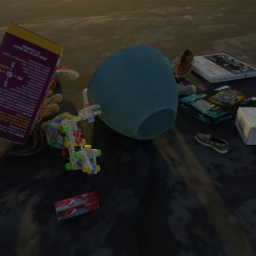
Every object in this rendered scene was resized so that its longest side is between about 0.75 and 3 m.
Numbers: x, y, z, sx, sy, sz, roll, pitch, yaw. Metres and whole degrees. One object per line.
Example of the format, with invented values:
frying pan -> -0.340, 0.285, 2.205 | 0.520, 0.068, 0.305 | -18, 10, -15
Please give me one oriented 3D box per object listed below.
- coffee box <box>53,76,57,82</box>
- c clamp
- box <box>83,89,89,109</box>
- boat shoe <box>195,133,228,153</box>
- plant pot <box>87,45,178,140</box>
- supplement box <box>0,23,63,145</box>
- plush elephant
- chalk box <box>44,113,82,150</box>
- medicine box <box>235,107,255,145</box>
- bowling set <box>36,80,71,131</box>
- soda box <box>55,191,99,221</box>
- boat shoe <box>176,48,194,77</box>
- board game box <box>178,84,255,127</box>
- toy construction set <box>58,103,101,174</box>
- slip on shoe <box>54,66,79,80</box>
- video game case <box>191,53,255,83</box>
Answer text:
coffee box -> -3.812, -2.258, 13.163 | 0.932, 0.205, 0.573 | -11, 24, -16
c clamp -> -3.554, 0.408, 9.101 | 1.561, 0.247, 1.827 | -8, 32, -21
box -> -0.786, -1.161, 10.750 | 1.515, 0.805, 1.153 | 6, 24, 15
boat shoe -> 2.674, 0.398, 8.965 | 0.406, 0.336, 1.129 | -26, 41, -34
plant pot -> 0.432, -0.799, 8.861 | 2.940, 2.940, 1.980 | -16, 54, -23
supplement box -> -3.158, -1.240, 8.290 | 1.523, 2.952, 1.933 | 21, 1, -17
plush elephant -> 1.631, -2.324, 11.936 | 2.191, 1.696, 1.805 | -13, 35, -19
chalk box -> -2.135, 0.161, 8.950 | 0.751, 0.755, 1.214 | 16, 34, 23
medicine box -> 4.504, -0.072, 9.332 | 1.409, 0.725, 1.283 | 2, 33, 1
bowling set -> -3.123, -0.985, 10.141 | 1.168, 1.514, 2.175 | -30, 39, -35
soda box -> -1.217, 1.853, 6.692 | 0.990, 0.347, 0.314 | -13, 35, -18
boat shoe -> 2.831, -3.287, 14.107 | 0.731, 0.686, 2.031 | 0, 43, 28
board game box -> 3.610, -0.988, 11.080 | 2.743, 0.386, 1.855 | -20, 38, -27
toy construction set -> -1.330, 0.317, 7.873 | 0.957, 1.362, 2.078 | 12, 68, -33
slip on shoe -> -2.938, -2.650, 13.178 | 1.806, 0.669, 0.553 | 15, 67, 41
video game case -> 4.691, -3.173, 14.539 | 2.692, 0.346, 2.961 | -11, 34, -15
